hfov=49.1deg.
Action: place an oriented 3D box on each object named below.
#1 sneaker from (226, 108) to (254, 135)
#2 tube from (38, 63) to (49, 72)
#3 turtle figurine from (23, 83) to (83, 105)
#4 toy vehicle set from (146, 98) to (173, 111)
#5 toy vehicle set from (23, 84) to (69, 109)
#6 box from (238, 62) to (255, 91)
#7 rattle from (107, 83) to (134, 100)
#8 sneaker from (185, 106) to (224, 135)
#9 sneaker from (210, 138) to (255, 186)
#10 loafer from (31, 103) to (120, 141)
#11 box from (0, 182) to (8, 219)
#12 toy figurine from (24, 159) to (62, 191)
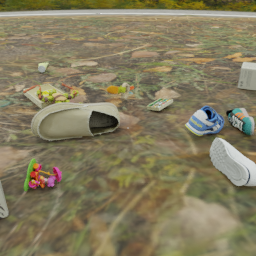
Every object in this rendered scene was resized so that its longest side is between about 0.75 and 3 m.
[{"bbox_3d":[3.588,-0.193,9.027,0.626,0.559,1.566,-3,23,7],"label":"sneaker"},{"bbox_3d":[-4.586,-3.324,15.039,0.430,0.384,1.481,33,13,-22],"label":"tube"},{"bbox_3d":[-2.558,-0.989,10.253,2.154,0.694,1.737,-7,35,-45],"label":"turtle figurine"},{"bbox_3d":[1.197,-0.891,10.483,0.577,0.123,0.928,10,31,41],"label":"toy vehicle set"},{"bbox_3d":[-3.358,-1.336,11.401,1.157,0.247,1.862,-20,34,-33],"label":"toy vehicle set"},{"bbox_3d":[6.347,-2.121,12.094,2.862,0.979,1.176,13,31,22],"label":"box"},{"bbox_3d":[-0.258,-1.451,10.808,0.739,0.673,1.034,-9,21,21],"label":"rattle"},{"bbox_3d":[2.529,-0.270,8.605,0.675,0.751,1.826,40,32,29],"label":"sneaker"},{"bbox_3d":[2.685,0.851,7.058,0.699,0.663,1.736,4,31,-17],"label":"sneaker"},{"bbox_3d":[-1.459,-0.223,8.470,2.790,1.056,0.953,-13,25,-23],"label":"loafer"},{"bbox_3d":[-3.955,1.526,5.243,2.955,1.010,1.214,-16,32,-27],"label":"box"},{"bbox_3d":[-1.947,1.155,6.575,0.737,0.601,0.801,9,50,-2],"label":"toy figurine"}]
